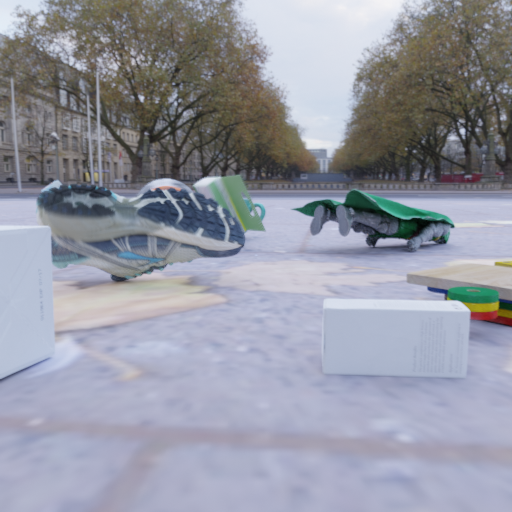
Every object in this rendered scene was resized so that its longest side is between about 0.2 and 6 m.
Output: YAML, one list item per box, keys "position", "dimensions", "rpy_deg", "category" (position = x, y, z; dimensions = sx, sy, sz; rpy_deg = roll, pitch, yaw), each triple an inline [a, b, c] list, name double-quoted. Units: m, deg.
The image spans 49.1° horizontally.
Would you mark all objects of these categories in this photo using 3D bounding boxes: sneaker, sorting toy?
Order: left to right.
- position: [-1.369, -0.215, 6.828]
  dimensions: [2.438, 1.052, 0.946]
  rpy_deg: [7, 37, -12]
  category: "sneaker"
- position: [2.216, 0.341, 5.249]
  dimensions: [2.244, 0.380, 1.082]
  rpy_deg: [-6, 10, -37]
  category: "sorting toy"

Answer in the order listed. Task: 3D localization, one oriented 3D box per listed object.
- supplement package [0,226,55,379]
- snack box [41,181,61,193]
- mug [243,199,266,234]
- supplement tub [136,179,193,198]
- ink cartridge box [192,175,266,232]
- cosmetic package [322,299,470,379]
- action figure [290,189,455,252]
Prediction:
- position: [-2.287, 0.270, 3.624]
  dimensions: [1.644, 0.935, 0.901]
  rpy_deg: [1, 6, 15]
  category: "supplement package"
- position: [-3.930, -0.943, 11.775]
  dimensions: [0.418, 1.309, 2.254]
  rpy_deg: [-39, 19, -13]
  category: "snack box"
- position: [-0.606, -0.809, 12.129]
  dimensions: [1.116, 0.840, 1.358]
  rpy_deg: [2, 1, -43]
  category: "mug"
- position: [-1.799, -0.896, 11.278]
  dimensions: [1.299, 1.299, 2.121]
  rpy_deg: [-1, 7, -9]
  category: "supplement tub"
- position: [-0.533, -0.901, 10.506]
  dimensions: [0.388, 1.176, 1.617]
  rpy_deg: [-32, 18, -18]
  category: "ink cartridge box"
- position: [0.873, 0.522, 3.600]
  dimensions: [0.895, 0.455, 0.331]
  rpy_deg: [2, 7, 7]
  category: "cosmetic package"
- position: [2.529, -0.564, 10.275]
  dimensions: [3.354, 0.917, 1.981]
  rpy_deg: [3, 3, -36]
  category: "action figure"
